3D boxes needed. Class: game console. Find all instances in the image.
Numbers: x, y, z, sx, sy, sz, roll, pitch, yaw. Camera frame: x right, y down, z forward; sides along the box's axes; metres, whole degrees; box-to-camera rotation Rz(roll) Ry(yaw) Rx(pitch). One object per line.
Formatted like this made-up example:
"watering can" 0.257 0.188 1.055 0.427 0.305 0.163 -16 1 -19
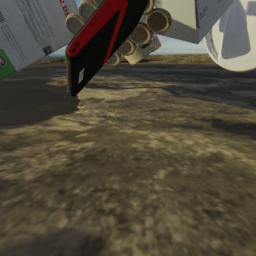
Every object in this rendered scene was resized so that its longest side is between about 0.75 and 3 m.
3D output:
"game console" -0.280 -1.272 3.747 0.297 1.691 1.912 40 -12 -4

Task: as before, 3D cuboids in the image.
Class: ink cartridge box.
"ink cartridge box" -2.652 -2.680 6.824 2.674 1.953 1.127 -33 44 -16
"ink cartridge box" 0.828 -2.993 5.648 2.203 1.593 1.601 26 65 30

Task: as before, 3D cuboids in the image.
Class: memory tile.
"memory tile" -0.212 -1.856 4.915 1.728 1.325 0.145 -23 40 43

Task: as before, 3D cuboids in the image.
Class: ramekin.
"ramekin" 3.760 -3.092 8.290 1.338 2.873 2.873 -7 17 -37

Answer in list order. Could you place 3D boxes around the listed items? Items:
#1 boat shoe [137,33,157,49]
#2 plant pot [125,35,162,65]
"boat shoe" 0.155 -3.492 8.601 0.794 2.271 0.752 -25 -5 -25
"plant pot" 0.203 -3.527 10.628 2.077 1.901 2.077 -33 12 8
